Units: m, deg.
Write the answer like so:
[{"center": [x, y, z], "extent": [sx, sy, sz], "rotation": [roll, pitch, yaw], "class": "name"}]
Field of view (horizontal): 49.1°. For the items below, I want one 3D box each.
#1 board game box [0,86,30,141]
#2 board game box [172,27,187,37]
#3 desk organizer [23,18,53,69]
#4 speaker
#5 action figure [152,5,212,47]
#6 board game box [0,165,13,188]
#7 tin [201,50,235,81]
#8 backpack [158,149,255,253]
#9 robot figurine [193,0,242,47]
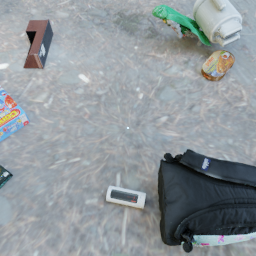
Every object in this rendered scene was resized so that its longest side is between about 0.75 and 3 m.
[{"center": [-4.813, -0.389, 9.621], "extent": [2.023, 0.565, 1.981], "rotation": [-39, 64, -23], "class": "board game box"}, {"center": [2.356, -4.370, 12.584], "extent": [0.402, 0.076, 0.781], "rotation": [-24, 60, -17], "class": "board game box"}, {"center": [-3.787, -3.498, 11.581], "extent": [0.857, 0.799, 2.227], "rotation": [0, 56, 3], "class": "desk organizer"}, {"center": [-0.041, 2.000, 8.107], "extent": [1.125, 0.457, 0.457], "rotation": [11, 57, 7], "class": "speaker"}, {"center": [2.018, -4.120, 11.076], "extent": [2.952, 0.807, 1.743], "rotation": [10, 41, -42], "class": "action figure"}, {"center": [-4.408, 1.701, 8.446], "extent": [1.030, 0.214, 1.523], "rotation": [31, 62, 19], "class": "board game box"}, {"center": [3.595, -2.513, 11.204], "extent": [0.936, 0.350, 1.671], "rotation": [36, 63, 17], "class": "tin"}, {"center": [2.277, 1.903, 7.343], "extent": [2.907, 1.840, 2.426], "rotation": [0, 69, -2], "class": "backpack"}, {"center": [3.529, -4.440, 11.216], "extent": [1.409, 2.117, 2.496], "rotation": [-23, 63, -2], "class": "robot figurine"}]
